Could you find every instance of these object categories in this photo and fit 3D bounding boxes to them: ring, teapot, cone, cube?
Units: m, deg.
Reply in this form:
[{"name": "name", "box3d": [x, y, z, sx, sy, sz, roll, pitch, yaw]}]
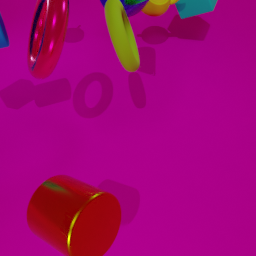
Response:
[{"name": "ring", "box3d": [-1.622, -1.925, 5.562, 0.385, 1.924, 1.924, 8, 48, -30]}, {"name": "teapot", "box3d": [0.934, -4.238, 8.997, 1.861, 0.911, 1.157, 2, 87, -14]}, {"name": "cone", "box3d": [0.202, -3.069, 6.305, 1.445, 1.445, 1.450, -18, 39, -13]}, {"name": "ring", "box3d": [-0.102, -2.004, 6.112, 0.319, 1.595, 1.595, -15, 52, 12]}, {"name": "cube", "box3d": [2.289, -4.669, 9.492, 1.196, 1.196, 1.196, 0, 51, 38]}]

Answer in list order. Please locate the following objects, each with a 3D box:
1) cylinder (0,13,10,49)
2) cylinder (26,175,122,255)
[{"name": "cylinder", "box3d": [-3.010, -2.007, 5.518, 1.004, 1.004, 1.004, -17, 55, -13]}, {"name": "cylinder", "box3d": [-0.720, 1.192, 3.789, 0.925, 0.925, 0.925, 11, 50, 39]}]
